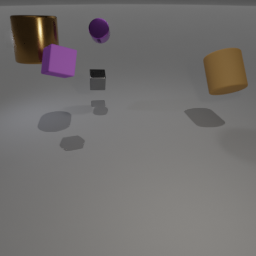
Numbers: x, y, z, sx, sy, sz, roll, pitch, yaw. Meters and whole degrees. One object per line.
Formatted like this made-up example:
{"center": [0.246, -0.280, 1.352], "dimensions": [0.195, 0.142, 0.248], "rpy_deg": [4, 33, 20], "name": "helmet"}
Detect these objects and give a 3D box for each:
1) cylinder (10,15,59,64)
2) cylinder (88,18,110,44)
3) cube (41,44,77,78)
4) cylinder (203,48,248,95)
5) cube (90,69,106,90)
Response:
{"center": [-2.927, -2.828, 8.926], "dimensions": [1.400, 1.400, 1.400], "rpy_deg": [1, 20, 0], "name": "cylinder"}
{"center": [-0.993, -3.391, 9.808], "dimensions": [0.700, 0.700, 0.700], "rpy_deg": [0, 4, 0], "name": "cylinder"}
{"center": [-1.844, -1.755, 7.456], "dimensions": [0.700, 0.700, 0.700], "rpy_deg": [6, 1, -33], "name": "cube"}
{"center": [3.660, -2.090, 10.568], "dimensions": [1.400, 1.400, 1.400], "rpy_deg": [-8, -7, -1], "name": "cylinder"}
{"center": [-1.401, -2.216, 12.871], "dimensions": [0.700, 0.700, 0.700], "rpy_deg": [-1, 46, -9], "name": "cube"}
